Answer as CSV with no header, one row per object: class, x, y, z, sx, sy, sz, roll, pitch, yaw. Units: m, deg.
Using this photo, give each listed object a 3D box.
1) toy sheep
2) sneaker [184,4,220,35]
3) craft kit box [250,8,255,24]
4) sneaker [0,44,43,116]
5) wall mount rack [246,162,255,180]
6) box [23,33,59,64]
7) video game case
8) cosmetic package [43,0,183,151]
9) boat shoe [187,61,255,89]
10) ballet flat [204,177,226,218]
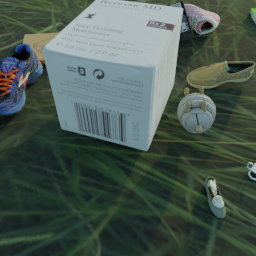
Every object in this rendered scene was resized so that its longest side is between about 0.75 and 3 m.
toy sheep,1.676,-0.386,6.868,1.018,1.018,1.477,9,41,8
sneaker,2.529,-4.174,10.770,1.924,0.724,1.006,18,45,11
craft kit box,5.678,-4.571,11.479,1.066,0.262,1.079,4,48,0
sneaker,-3.380,-1.430,8.031,1.052,1.095,2.793,4,48,5
wall mount rack,3.201,0.901,6.436,0.748,0.321,0.860,34,57,27
box,-2.673,-2.858,9.928,2.093,0.223,1.711,-5,48,-5
video game case,1.140,-3.688,10.203,2.101,0.296,2.324,-13,47,13
cosmetic package,-0.162,-1.463,7.090,2.405,2.407,2.918,13,47,13
boat shoe,2.789,-1.719,8.400,2.014,0.767,0.722,-12,69,-5
ballet flat,1.847,1.447,5.959,0.306,0.289,0.908,-5,48,-5
